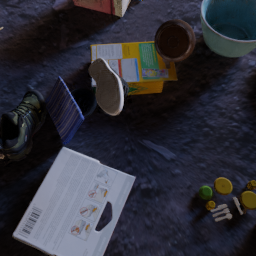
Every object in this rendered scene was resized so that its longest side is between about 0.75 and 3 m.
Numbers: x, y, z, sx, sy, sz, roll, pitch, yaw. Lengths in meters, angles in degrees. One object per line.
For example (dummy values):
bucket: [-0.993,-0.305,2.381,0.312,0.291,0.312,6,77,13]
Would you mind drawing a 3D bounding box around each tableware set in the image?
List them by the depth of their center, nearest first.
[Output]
tableware set: [3.130,2.048,8.473,1.802,0.276,1.214,-17,62,-7]

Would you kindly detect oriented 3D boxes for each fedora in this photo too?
fedora: [-1.614,-0.755,9.676,1.239,0.566,1.239,0,63,0]

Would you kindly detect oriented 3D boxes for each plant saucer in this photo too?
plant saucer: [1.280,-2.411,7.826,1.166,1.166,0.187,21,30,10]

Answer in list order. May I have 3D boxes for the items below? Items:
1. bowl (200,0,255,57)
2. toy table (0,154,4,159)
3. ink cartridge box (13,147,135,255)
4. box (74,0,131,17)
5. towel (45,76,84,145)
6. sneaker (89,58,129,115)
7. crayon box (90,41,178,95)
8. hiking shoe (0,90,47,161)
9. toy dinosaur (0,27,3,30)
bowl: [4.035,-3.843,10.704,2.846,1.489,2.846,0,64,1]
toy table: [-4.590,0.744,8.870,1.147,0.672,1.054,17,65,8]
ink cartridge box: [-1.454,2.275,8.136,2.497,0.627,2.877,21,65,9]
box: [-1.095,-5.864,11.726,2.301,1.471,1.254,17,65,8]
towel: [-2.168,-0.559,9.241,0.226,1.375,1.899,-6,54,-47]
sneaker: [-0.276,-0.850,6.625,0.697,0.977,1.971,-40,43,15]
crayon box: [0.157,-2.185,10.279,2.975,0.767,1.871,-4,64,-1]
hiking shoe: [-3.393,-0.294,9.002,0.967,1.285,2.553,4,64,8]
toy dinosaur: [-5.693,-3.388,10.964,1.115,0.642,2.205,41,70,20]
